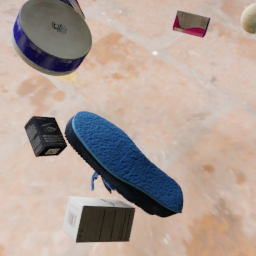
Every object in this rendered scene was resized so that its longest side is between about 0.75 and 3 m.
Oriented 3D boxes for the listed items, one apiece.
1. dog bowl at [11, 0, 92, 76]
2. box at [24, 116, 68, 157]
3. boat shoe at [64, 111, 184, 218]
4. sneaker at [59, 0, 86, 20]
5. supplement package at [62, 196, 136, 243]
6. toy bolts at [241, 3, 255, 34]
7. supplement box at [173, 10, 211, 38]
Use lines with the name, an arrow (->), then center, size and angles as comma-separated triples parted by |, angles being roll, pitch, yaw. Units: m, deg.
dog bowl -> -1.890, -2.313, 7.101 | 1.888, 0.744, 1.888 | 17, 58, -29
box -> -1.914, 0.190, 6.513 | 0.644, 0.454, 0.870 | 4, 51, -52
boat shoe -> -0.157, 0.892, 5.115 | 2.754, 0.945, 1.159 | 46, 39, -14
sneaker -> -2.310, -3.553, 8.459 | 1.686, 2.334, 0.887 | -28, 82, 1
supplement package -> -0.488, 1.557, 4.786 | 1.030, 0.602, 0.604 | 14, 83, -34
toy bolts -> 3.751, -2.093, 6.557 | 2.516, 2.403, 1.745 | -11, 40, -35
supplement box -> 1.959, -3.241, 8.746 | 1.043, 0.539, 0.528 | 17, 99, 5
